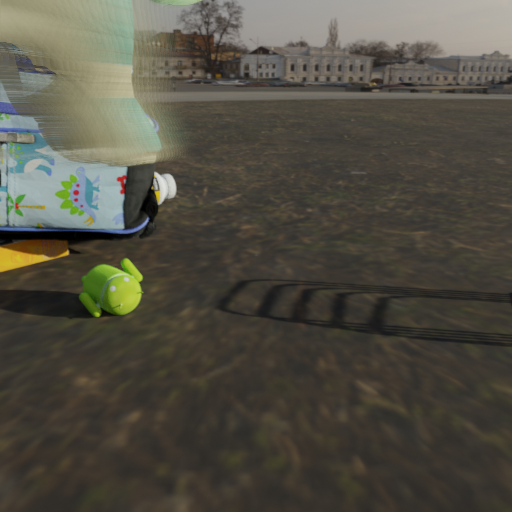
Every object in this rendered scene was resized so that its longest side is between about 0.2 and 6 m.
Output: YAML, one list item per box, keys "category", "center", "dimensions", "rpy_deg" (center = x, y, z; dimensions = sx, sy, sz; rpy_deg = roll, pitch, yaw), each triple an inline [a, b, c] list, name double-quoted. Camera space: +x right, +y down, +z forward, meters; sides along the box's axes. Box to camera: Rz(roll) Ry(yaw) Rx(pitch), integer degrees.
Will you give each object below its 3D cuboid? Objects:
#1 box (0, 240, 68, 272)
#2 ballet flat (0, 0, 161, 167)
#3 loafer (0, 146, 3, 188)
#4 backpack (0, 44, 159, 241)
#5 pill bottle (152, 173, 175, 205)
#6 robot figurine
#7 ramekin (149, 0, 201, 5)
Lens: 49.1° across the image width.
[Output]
- category: "box"
  center: [-4.015, -0.103, 8.037]
  dimensions: [2.184, 0.453, 1.300]
  rpy_deg: [-20, 29, -40]
- category: "ballet flat"
  center: [-1.128, -1.041, 3.529]
  dimensions: [0.817, 0.817, 2.352]
  rpy_deg: [-2, -13, -5]
- category: "loafer"
  center: [-2.725, -1.047, 5.097]
  dimensions: [0.645, 0.697, 1.853]
  rpy_deg: [-14, 29, -17]
- category: "backpack"
  center: [-3.479, -1.849, 8.061]
  dimensions: [3.664, 2.692, 3.353]
  rpy_deg: [-4, 25, -22]
- category: "pill bottle"
  center: [-2.220, -1.282, 10.948]
  dimensions: [1.212, 0.679, 0.679]
  rpy_deg: [-15, 25, -35]
- category: "robot figurine"
  center: [-1.690, 0.397, 6.565]
  dimensions: [0.843, 0.488, 0.740]
  rpy_deg: [20, 50, 41]
- category: "ramekin"
  center: [-0.600, -2.094, 3.846]
  dimensions: [0.721, 0.721, 0.352]
  rpy_deg: [-10, 20, -27]
